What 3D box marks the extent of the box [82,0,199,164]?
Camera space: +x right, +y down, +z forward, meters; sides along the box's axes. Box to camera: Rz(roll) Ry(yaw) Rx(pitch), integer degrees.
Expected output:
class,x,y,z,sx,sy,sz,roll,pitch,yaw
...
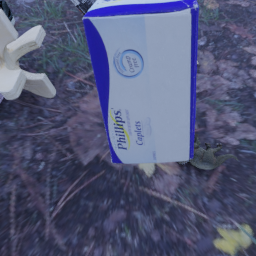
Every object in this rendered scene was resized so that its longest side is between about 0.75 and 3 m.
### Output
class,x,y,z,sx,sy,sz,roll,pitch,yaw
box,0.312,-0.903,3.837,1.100,1.928,2.096,-1,37,10

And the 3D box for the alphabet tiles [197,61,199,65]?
class,x,y,z,sx,sy,sz,roll,pitch,yaw
alphabet tiles,1.478,-2.281,8.897,1.281,0.049,1.540,-7,52,-6

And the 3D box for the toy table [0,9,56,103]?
class,x,y,z,sx,sy,sz,roll,pitch,yaw
toy table,-3.123,-1.563,7.027,1.632,2.562,2.787,-8,62,15

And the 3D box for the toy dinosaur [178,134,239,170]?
class,x,y,z,sx,sy,sz,roll,pitch,yaw
toy dinosaur,1.675,0.633,6.384,1.542,0.593,0.789,22,68,8

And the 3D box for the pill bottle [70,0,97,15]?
class,x,y,z,sx,sy,sz,roll,pitch,yaw
pill bottle,-0.803,-2.683,6.061,0.550,1.035,0.550,-29,39,26

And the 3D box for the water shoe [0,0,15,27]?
class,x,y,z,sx,sy,sz,roll,pitch,yaw
water shoe,-4.790,-3.219,8.997,0.947,1.046,2.650,17,54,13
